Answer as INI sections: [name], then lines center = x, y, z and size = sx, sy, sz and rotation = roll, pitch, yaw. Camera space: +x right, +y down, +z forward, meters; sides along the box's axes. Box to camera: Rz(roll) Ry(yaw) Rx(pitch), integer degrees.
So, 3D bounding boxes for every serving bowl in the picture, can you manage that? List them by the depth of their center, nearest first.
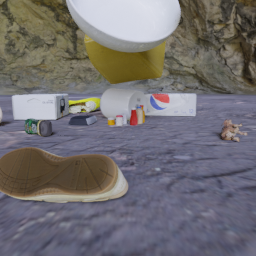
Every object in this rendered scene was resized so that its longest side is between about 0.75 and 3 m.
[serving bowl]
center = -0.170, -2.995, 7.154
size = 2.906, 2.906, 0.956
rotation = -3, -26, -19

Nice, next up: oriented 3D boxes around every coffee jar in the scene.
[coffee jar]
center = -2.227, -0.017, 6.973
size = 0.789, 0.411, 0.336
rotation = 5, 10, 38

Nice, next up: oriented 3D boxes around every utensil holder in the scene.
[utensil holder]
center = -0.144, -0.840, 10.221
size = 1.363, 1.158, 1.158
rotation = 11, 14, 42

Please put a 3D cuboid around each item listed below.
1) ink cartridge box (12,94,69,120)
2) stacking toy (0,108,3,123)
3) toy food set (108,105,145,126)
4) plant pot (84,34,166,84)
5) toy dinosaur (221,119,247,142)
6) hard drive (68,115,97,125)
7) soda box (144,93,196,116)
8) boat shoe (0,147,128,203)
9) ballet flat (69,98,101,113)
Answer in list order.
[ink cartridge box]
center = -3.354, -0.873, 11.049
size = 1.596, 0.907, 2.190
rotation = 0, 8, 0
[stacking toy]
center = -4.587, -0.325, 8.556
size = 1.267, 0.926, 0.926
rotation = -17, 0, 27
[toy food set]
center = 0.011, -0.412, 9.009
size = 1.325, 0.596, 0.632
rotation = -3, 9, -22
[plant pot]
center = -0.248, -3.420, 10.688
size = 2.503, 2.486, 2.560
rotation = -2, -17, 33
[toy dinosaur]
center = 2.322, 0.104, 6.448
size = 0.601, 0.381, 0.887
rotation = -5, 18, 44
[hard drive]
center = -1.479, -0.267, 9.280
size = 0.737, 0.231, 1.092
rotation = 1, 8, 9
[soda box]
center = 1.435, -1.015, 11.976
size = 2.900, 0.920, 0.990
rotation = 2, 9, 13
[boat shoe]
center = -0.766, 0.551, 3.022
size = 1.559, 0.562, 0.506
rotation = -2, -29, 21
[ballet flat]
center = -2.163, -0.987, 13.210
size = 2.089, 0.698, 0.700
rotation = -6, 31, -21
